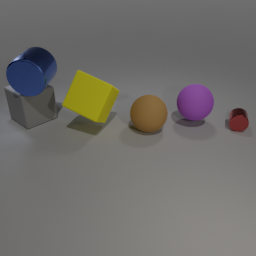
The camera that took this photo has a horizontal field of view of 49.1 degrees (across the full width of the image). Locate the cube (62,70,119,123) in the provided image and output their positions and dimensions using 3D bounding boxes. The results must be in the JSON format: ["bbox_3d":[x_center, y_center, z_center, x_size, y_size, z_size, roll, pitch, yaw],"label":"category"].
[{"bbox_3d":[-1.327,-1.116,10.354,1.400,1.400,1.400,26,4,8],"label":"cube"}]

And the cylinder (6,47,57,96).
[{"bbox_3d":[-3.477,-2.077,10.245,1.400,1.400,1.400,3,34,5],"label":"cylinder"}]

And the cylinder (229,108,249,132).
[{"bbox_3d":[4.253,-0.318,10.770,0.700,0.700,0.700,9,30,15],"label":"cylinder"}]

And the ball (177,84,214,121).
[{"bbox_3d":[2.585,-0.988,10.800,1.400,1.400,1.400,0,29,0],"label":"ball"}]

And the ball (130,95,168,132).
[{"bbox_3d":[0.774,-0.540,10.459,1.400,1.400,1.400,0,29,0],"label":"ball"}]

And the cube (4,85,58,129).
[{"bbox_3d":[-3.882,-1.014,11.294,1.400,1.400,1.400,25,38,37],"label":"cube"}]
